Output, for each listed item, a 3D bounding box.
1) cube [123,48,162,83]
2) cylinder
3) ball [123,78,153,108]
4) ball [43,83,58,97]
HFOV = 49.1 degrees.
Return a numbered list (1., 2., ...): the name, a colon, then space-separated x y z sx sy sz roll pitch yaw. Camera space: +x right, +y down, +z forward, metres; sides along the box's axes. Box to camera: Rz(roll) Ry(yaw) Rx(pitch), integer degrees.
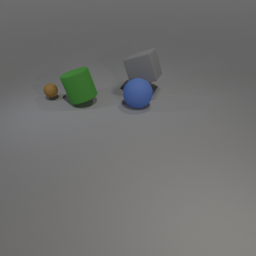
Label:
1. cube: 0.781 -3.084 14.203 1.400 1.400 1.400 -10 22 23
2. cylinder: -2.347 -2.041 13.442 1.400 1.400 1.400 -16 23 7
3. ball: 0.463 -1.641 13.246 1.400 1.400 1.400 0 32 0
4. ball: -3.854 -1.882 13.966 0.700 0.700 0.700 0 32 0
